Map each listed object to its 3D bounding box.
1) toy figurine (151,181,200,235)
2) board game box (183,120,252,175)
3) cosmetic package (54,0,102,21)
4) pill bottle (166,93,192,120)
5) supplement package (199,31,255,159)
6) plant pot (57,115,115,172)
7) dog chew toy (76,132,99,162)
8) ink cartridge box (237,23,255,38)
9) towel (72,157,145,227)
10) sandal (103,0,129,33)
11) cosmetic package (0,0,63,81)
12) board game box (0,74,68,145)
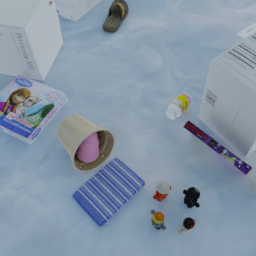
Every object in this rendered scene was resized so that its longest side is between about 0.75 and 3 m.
[{"bbox_3d":[1.279,2.185,7.630,1.303,0.906,1.282,13,56,8],"label":"toy figurine"},{"bbox_3d":[2.745,0.606,8.520,2.204,1.323,0.356,40,95,24],"label":"board game box"},{"bbox_3d":[-2.268,-6.356,13.465,1.327,0.967,2.611,27,59,18],"label":"cosmetic package"},{"bbox_3d":[1.775,-0.752,9.875,0.535,0.535,1.026,34,63,21],"label":"pill bottle"},{"bbox_3d":[4.154,-1.221,8.612,2.985,2.854,2.195,-33,61,-15],"label":"supplement package"},{"bbox_3d":[-1.416,0.342,8.690,1.535,1.535,1.405,-35,51,-22],"label":"plant pot"},{"bbox_3d":[-1.200,0.495,8.473,0.716,1.149,0.716,8,40,-7],"label":"dog chew toy"},{"bbox_3d":[5.570,-3.232,11.428,1.323,0.760,2.259,-32,61,-20],"label":"ink cartridge box"},{"bbox_3d":[-0.559,1.843,8.330,1.343,0.221,1.855,38,62,25],"label":"towel"},{"bbox_3d":[-0.594,-5.338,12.949,0.955,0.638,2.338,16,57,10],"label":"sandal"},{"bbox_3d":[-4.459,-3.725,10.718,2.982,2.496,2.480,10,56,7],"label":"cosmetic package"},{"bbox_3d":[-3.666,-0.740,9.911,2.172,0.447,2.167,22,58,15],"label":"board game box"}]
